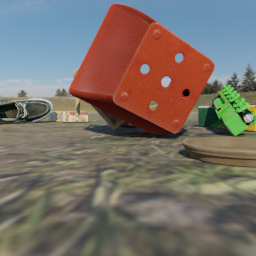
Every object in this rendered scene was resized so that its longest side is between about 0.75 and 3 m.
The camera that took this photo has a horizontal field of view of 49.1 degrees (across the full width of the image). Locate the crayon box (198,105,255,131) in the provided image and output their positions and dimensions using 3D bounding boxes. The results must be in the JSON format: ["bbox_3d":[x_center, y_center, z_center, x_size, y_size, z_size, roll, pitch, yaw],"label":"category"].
[{"bbox_3d":[3.703,-0.338,8.543,1.744,0.716,2.774,-3,4,-24],"label":"crayon box"}]

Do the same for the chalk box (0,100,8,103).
[{"bbox_3d":[-5.710,-0.719,11.928,1.606,1.003,0.996,-2,4,-6],"label":"chalk box"}]

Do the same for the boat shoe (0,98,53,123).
[{"bbox_3d":[-4.382,-0.620,11.251,2.762,0.995,0.979,-13,4,-21],"label":"boat shoe"}]

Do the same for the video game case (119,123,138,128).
[{"bbox_3d":[0.129,-0.088,9.449,0.822,0.109,1.151,-4,5,-45],"label":"video game case"}]

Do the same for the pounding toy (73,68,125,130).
[{"bbox_3d":[-0.835,-0.925,7.963,1.704,1.940,0.888,-42,19,-3],"label":"pounding toy"}]

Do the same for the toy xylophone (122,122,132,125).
[{"bbox_3d":[0.203,-0.313,9.519,1.136,0.390,1.551,-3,2,-10],"label":"toy xylophone"}]

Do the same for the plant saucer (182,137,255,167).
[{"bbox_3d":[1.427,0.277,3.580,1.448,0.213,1.448,0,5,0],"label":"plant saucer"}]

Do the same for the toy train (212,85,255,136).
[{"bbox_3d":[2.661,-0.523,7.294,0.779,0.576,2.762,-39,8,19],"label":"toy train"}]

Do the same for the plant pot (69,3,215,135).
[{"bbox_3d":[0.382,-1.120,6.082,2.364,2.366,2.085,25,7,-24],"label":"plant pot"}]

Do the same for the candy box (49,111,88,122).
[{"bbox_3d":[-2.747,-0.527,12.839,1.737,0.480,1.003,4,6,45],"label":"candy box"}]
